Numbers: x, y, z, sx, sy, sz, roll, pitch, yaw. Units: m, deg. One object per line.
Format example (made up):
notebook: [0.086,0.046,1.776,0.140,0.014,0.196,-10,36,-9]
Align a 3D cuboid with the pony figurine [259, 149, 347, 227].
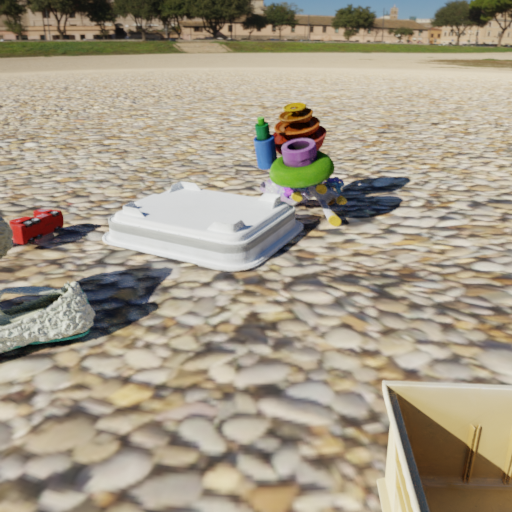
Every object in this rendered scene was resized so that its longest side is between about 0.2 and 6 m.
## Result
pony figurine: [1.184,-1.542,12.496,1.875,1.617,1.942,31,18,-9]

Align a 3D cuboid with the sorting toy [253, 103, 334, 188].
sorting toy: [0.737,-2.472,11.790,1.595,1.089,2.654,-8,34,5]

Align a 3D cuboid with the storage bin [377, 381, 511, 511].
storage bin: [2.285,2.126,4.055,2.459,1.152,2.441,2,23,3]

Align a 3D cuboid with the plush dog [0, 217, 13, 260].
plush dog: [-4.479,0.361,7.326,2.199,1.889,1.764,13,35,-35]

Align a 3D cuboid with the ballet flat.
ballet flat: [-3.455,0.864,7.353,2.572,0.923,0.923,-13,27,-27]

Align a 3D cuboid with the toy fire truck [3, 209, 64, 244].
toy fire truck: [-4.676,-0.566,10.817,1.156,0.400,1.639,9,22,18]

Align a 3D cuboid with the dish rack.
dish rack: [-1.043,-0.774,11.304,3.459,0.753,2.969,11,26,26]
